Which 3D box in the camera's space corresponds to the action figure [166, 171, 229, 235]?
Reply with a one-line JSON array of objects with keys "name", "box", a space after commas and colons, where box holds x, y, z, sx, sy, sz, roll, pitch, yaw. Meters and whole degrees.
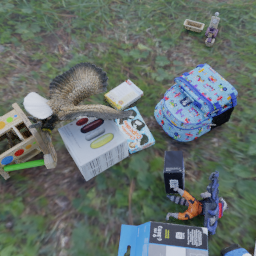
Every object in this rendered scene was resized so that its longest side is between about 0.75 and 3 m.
[{"name": "action figure", "box": [2.018, 1.981, 7.890, 1.677, 0.907, 1.734, 11, 89, -7]}]

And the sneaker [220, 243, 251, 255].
[{"name": "sneaker", "box": [2.576, 3.569, 7.251, 1.260, 0.484, 0.701, -51, 27, 3]}]

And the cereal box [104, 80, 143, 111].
[{"name": "cereal box", "box": [-0.149, -1.199, 10.324, 1.192, 0.236, 0.858, -35, 64, -20]}]

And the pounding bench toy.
[{"name": "pounding bench toy", "box": [-3.426, 0.736, 8.447, 1.725, 1.374, 2.211, -35, 64, -20]}]

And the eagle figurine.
[{"name": "eagle figurine", "box": [-1.519, -0.652, 8.278, 2.690, 2.041, 2.030, -30, 20, 1]}]

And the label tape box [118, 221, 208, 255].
[{"name": "label tape box", "box": [0.860, 3.352, 7.198, 2.275, 0.720, 1.640, 6, 58, 3]}]

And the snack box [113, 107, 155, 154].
[{"name": "snack box", "box": [0.175, 0.048, 9.518, 0.892, 0.285, 1.536, -21, 60, -13]}]

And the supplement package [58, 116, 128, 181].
[{"name": "supplement package", "box": [-1.044, 0.468, 8.731, 1.581, 1.163, 1.512, -30, 62, -16]}]

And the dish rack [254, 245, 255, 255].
[{"name": "dish rack", "box": [4.689, 3.255, 7.344, 2.691, 0.586, 2.309, 19, 61, 12]}]

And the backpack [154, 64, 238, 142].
[{"name": "backpack", "box": [2.099, -0.767, 9.304, 2.296, 1.545, 2.096, -27, 63, -15]}]

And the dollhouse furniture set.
[{"name": "dollhouse furniture set", "box": [3.078, -4.363, 11.811, 1.498, 1.063, 1.187, 20, 60, 12]}]

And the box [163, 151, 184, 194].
[{"name": "box", "box": [1.348, 1.275, 8.142, 0.556, 0.901, 0.894, -2, 36, 11]}]
